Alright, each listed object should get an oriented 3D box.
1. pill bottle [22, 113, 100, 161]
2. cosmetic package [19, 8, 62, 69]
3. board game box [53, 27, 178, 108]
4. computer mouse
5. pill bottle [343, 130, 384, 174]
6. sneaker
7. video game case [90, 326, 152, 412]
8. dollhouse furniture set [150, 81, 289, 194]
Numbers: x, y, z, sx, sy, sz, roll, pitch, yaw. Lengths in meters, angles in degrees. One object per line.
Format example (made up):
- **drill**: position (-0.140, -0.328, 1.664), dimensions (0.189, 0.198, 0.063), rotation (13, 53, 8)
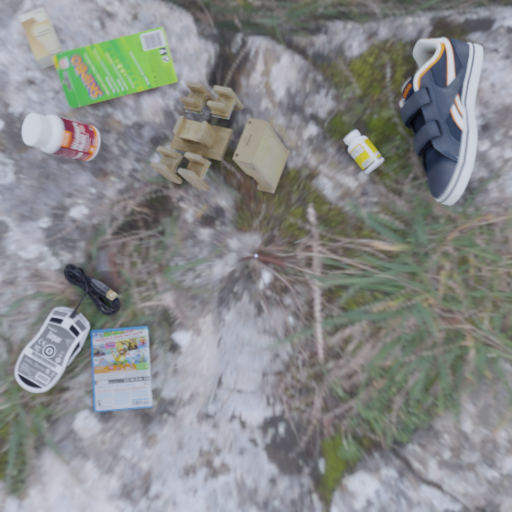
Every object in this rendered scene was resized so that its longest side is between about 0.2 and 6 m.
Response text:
- **pill bottle**: position (-2.789, -1.709, 8.046), dimensions (0.538, 0.982, 0.538), rotation (-2, 86, 37)
- **cosmetic package**: position (-3.320, -3.376, 8.699), dimensions (0.422, 0.285, 0.802), rotation (-24, 83, -3)
- **board game box**: position (-2.120, -2.835, 8.482), dimensions (1.707, 0.256, 0.815), rotation (-15, 108, -2)
- **computer mouse**: position (-2.776, 1.096, 8.048), dimensions (0.990, 0.396, 1.805), rotation (32, 78, -1)
- **pill bottle**: position (1.601, -1.573, 8.415), dimensions (0.347, 0.347, 0.624), rotation (-36, 85, -5)
- **sneaker**: position (2.592, -1.996, 8.156), dimensions (1.025, 1.012, 2.581), rotation (12, 71, -4)
- **video game case**: position (-1.949, 1.630, 8.099), dimensions (0.827, 0.103, 1.155), rotation (-5, 82, 0)
- **dollhouse furniture set**: position (-0.473, -1.600, 8.298), dimensions (1.589, 1.056, 1.393), rotation (18, 82, 25)
